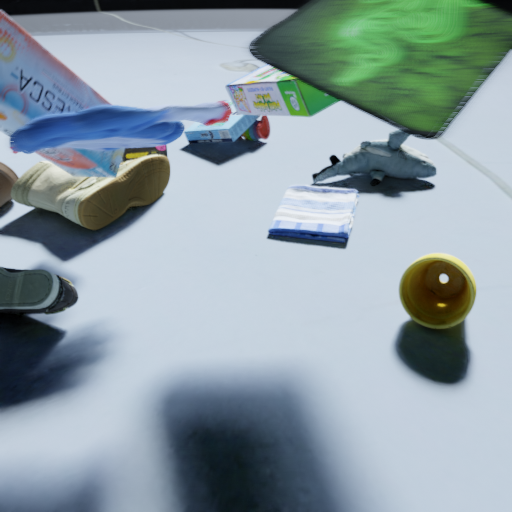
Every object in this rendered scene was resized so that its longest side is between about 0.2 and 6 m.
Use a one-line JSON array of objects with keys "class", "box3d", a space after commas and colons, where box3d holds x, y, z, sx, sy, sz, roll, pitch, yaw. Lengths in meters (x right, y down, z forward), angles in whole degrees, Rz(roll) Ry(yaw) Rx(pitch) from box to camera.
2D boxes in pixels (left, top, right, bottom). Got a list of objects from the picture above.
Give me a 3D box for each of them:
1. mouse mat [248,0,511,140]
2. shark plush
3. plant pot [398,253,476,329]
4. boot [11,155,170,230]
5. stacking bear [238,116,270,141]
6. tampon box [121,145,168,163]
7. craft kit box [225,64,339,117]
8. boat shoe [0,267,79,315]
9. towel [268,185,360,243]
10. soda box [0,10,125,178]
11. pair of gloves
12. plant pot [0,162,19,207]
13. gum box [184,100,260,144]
[{"class": "mouse mat", "box3d": [1.322, -2.083, 5.318, 1.926, 0.090, 2.393, 32, 55, 18]}, {"class": "shark plush", "box3d": [2.798, -2.207, 13.329, 2.885, 1.311, 1.202, -5, 60, -18]}, {"class": "plant pot", "box3d": [2.829, 0.453, 8.603, 1.091, 1.091, 1.026, 14, 17, 23]}, {"class": "boot", "box3d": [-3.486, -1.616, 12.176, 2.290, 1.072, 2.946, 15, 36, 26]}, {"class": "stacking bear", "box3d": [-0.212, -3.622, 16.084, 1.111, 0.632, 0.675, 5, 58, 30]}, {"class": "tampon box", "box3d": [-2.820, -2.517, 13.842, 1.063, 0.895, 1.418, -9, 31, -16]}, {"class": "craft kit box", "box3d": [1.146, -2.866, 8.244, 2.604, 0.632, 2.571, -31, 21, -12]}, {"class": "boat shoe", "box3d": [-3.762, 0.562, 8.737, 2.183, 0.778, 0.657, 4, -16, 28]}, {"class": "towel", "box3d": [1.253, -0.952, 11.749, 1.654, 0.268, 2.252, 6, 31, 12]}, {"class": "soda box", "box3d": [-3.670, -2.572, 9.245, 1.147, 1.234, 3.607, 6, -16, 28]}, {"class": "pair of gloves", "box3d": [-2.119, -1.766, 8.173, 2.833, 0.401, 3.524, -12, 8, -24]}, {"class": "plant pot", "box3d": [-5.699, -1.371, 11.906, 1.069, 1.069, 0.932, 4, 49, 8]}, {"class": "gum box", "box3d": [-0.849, -3.850, 15.877, 1.634, 0.429, 1.924, 6, 42, 36]}]
